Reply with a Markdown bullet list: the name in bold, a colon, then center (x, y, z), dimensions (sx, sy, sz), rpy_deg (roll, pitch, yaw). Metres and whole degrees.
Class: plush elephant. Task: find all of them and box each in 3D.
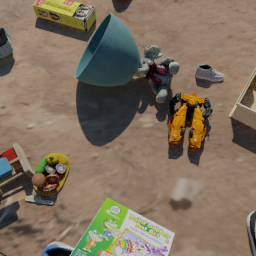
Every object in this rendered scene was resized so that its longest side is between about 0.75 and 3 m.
- **plush elephant**: center (0.927, -2.102, 10.205), dimensions (1.437, 1.529, 1.856), rpy_deg (19, 34, -5)

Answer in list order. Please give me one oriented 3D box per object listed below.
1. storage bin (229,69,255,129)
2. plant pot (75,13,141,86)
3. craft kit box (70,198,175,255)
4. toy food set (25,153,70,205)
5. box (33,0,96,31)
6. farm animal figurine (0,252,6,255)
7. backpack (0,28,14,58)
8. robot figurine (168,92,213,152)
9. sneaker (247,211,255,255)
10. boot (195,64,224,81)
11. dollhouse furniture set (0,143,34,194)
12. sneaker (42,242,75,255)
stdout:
- **storage bin**: center (5.010, -0.862, 9.793), dimensions (2.089, 0.979, 2.074), rpy_deg (30, 67, 15)
- **plant pot**: center (-0.561, -2.495, 10.074), dimensions (1.710, 2.539, 2.539), rpy_deg (28, 61, -21)
- **craft kit box**: center (-0.081, 3.047, 7.049), dimensions (2.145, 0.520, 2.118), rpy_deg (25, 31, 9)
- **toy food set**: center (-2.515, 1.497, 8.771), dimensions (1.018, 0.565, 1.730), rpy_deg (14, 63, 7)
- **box**: center (-2.737, -5.071, 12.206), dimensions (2.559, 0.641, 0.963), rpy_deg (20, 64, 10)
- **farm animal figurine**: center (-3.895, 3.561, 7.589), dimensions (1.146, 1.158, 0.604), rpy_deg (32, 61, -16)
- **backpack**: center (-5.100, -3.298, 11.145), dimensions (0.977, 0.852, 1.111), rpy_deg (-28, 53, -13)
- **robot figurine**: center (2.079, -0.294, 9.698), dimensions (1.532, 0.615, 2.113), rpy_deg (13, 64, 7)
- **sneaker**: center (3.931, 3.407, 7.206), dimensions (1.002, 1.535, 2.743), rpy_deg (-7, 62, -4)
- **boot**: center (3.165, -2.126, 10.706), dimensions (1.135, 0.543, 0.418), rpy_deg (6, 62, 3)
- **dollhouse furniture set**: center (-4.695, 1.012, 8.217), dimensions (2.768, 1.951, 1.940), rpy_deg (-29, 66, -12)
- **sneaker**: center (-1.215, 3.718, 7.332), dimensions (2.430, 1.035, 0.936), rpy_deg (16, 63, 8)
